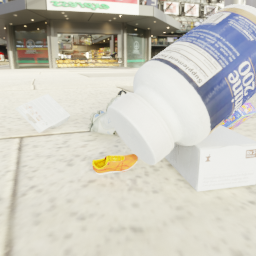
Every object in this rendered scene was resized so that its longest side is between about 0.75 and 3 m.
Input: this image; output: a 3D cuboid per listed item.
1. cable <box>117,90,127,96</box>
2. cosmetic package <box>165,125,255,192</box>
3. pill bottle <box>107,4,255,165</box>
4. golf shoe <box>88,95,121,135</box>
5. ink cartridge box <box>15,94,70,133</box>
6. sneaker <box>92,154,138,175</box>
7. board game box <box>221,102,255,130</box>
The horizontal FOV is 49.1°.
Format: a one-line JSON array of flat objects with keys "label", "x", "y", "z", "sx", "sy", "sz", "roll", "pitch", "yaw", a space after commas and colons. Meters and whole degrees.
[{"label": "cable", "x": -0.228, "y": -1.368, "z": 12.591, "sx": 0.630, "sy": 0.772, "sz": 0.196, "roll": -6, "pitch": -11, "yaw": -34}, {"label": "cosmetic package", "x": 1.457, "y": 0.384, "z": 5.782, "sx": 1.185, "sy": 0.863, "sz": 2.331, "roll": -4, "pitch": 17, "yaw": -10}, {"label": "pill bottle", "x": 1.085, "y": -0.692, "z": 4.672, "sx": 2.787, "sy": 1.547, "sz": 1.547, "roll": -38, "pitch": 28, "yaw": -15}, {"label": "golf shoe", "x": -0.350, "y": -0.332, "z": 8.615, "sx": 0.957, "sy": 0.771, "sz": 1.968, "roll": 24, "pitch": 40, "yaw": 17}, {"label": "ink cartridge box", "x": -2.564, "y": -0.403, "z": 8.457, "sx": 1.048, "sy": 0.309, "sz": 1.309, "roll": 44, "pitch": 42, "yaw": 6}, {"label": "sneaker", "x": -0.241, "y": 0.649, "z": 5.221, "sx": 0.879, "sy": 0.339, "sz": 0.321, "roll": -16, "pitch": 45, "yaw": 1}, {"label": "board game box", "x": 2.651, "y": -0.179, "z": 7.299, "sx": 1.581, "sy": 1.063, "sz": 0.354, "roll": -11, "pitch": 62, "yaw": -53}]
